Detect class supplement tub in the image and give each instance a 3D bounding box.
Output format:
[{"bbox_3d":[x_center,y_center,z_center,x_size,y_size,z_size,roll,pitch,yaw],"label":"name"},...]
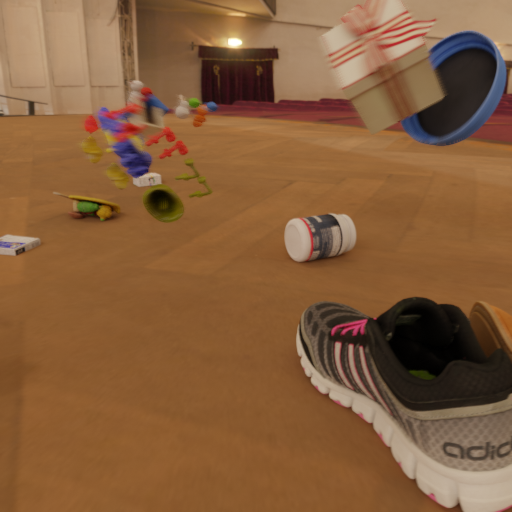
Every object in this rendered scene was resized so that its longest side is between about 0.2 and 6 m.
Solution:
[{"bbox_3d":[1.182,-0.353,10.415,1.148,0.805,0.805,-10,21,-24],"label":"supplement tub"}]

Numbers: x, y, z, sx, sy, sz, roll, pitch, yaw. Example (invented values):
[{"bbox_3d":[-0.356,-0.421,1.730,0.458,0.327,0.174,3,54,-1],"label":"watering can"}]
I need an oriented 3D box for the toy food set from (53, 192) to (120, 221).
[{"bbox_3d":[-3.986,-1.091,13.310,1.568,0.512,0.922,10,-4,22],"label":"toy food set"}]

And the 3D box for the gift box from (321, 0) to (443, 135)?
[{"bbox_3d":[2.055,-3.149,8.852,1.626,1.518,1.500,-31,55,18],"label":"gift box"}]

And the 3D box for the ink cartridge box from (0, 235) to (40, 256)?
[{"bbox_3d":[-4.812,-0.209,11.017,0.768,0.181,0.759,4,20,16],"label":"ink cartridge box"}]

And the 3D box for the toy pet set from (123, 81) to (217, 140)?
[{"bbox_3d":[-2.106,-3.390,12.417,1.793,0.952,1.674,3,-25,-39],"label":"toy pet set"}]

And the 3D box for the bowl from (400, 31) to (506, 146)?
[{"bbox_3d":[3.313,-2.803,9.525,0.383,1.951,1.951,16,7,-34],"label":"bowl"}]

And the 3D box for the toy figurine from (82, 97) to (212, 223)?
[{"bbox_3d":[-1.660,-1.594,8.168,1.098,2.081,1.247,-35,46,5],"label":"toy figurine"}]

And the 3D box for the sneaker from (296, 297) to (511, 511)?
[{"bbox_3d":[1.386,0.936,5.558,1.184,1.404,3.209,-6,19,-19],"label":"sneaker"}]

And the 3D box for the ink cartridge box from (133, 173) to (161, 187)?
[{"bbox_3d":[-3.351,-2.341,17.220,0.729,0.306,0.528,-11,21,-30],"label":"ink cartridge box"}]

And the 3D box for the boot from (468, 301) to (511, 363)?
[{"bbox_3d":[3.381,1.146,5.708,1.786,0.882,2.301,-4,21,-8],"label":"boot"}]
